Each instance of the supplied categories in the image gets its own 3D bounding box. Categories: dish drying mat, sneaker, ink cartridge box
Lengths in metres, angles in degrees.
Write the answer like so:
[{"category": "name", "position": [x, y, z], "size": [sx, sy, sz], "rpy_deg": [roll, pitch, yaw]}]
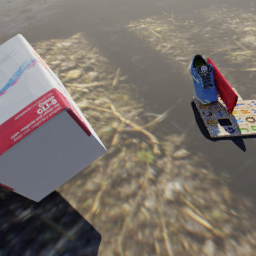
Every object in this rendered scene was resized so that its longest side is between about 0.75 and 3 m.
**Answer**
[{"category": "dish drying mat", "position": [2.897, -1.369, 8.783], "size": [0.171, 0.722, 1.880], "rpy_deg": [-15, 51, -4]}, {"category": "sneaker", "position": [2.364, -1.560, 8.863], "size": [0.713, 0.810, 1.816], "rpy_deg": [-16, 63, 1]}, {"category": "ink cartridge box", "position": [-2.158, -0.238, 6.089], "size": [1.951, 1.960, 2.698], "rpy_deg": [-37, 58, -3]}]

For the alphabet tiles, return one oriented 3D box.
[{"category": "alphabet tiles", "position": [3.156, -0.570, 8.646], "size": [1.965, 0.089, 2.350], "rpy_deg": [-4, 41, -4]}]
